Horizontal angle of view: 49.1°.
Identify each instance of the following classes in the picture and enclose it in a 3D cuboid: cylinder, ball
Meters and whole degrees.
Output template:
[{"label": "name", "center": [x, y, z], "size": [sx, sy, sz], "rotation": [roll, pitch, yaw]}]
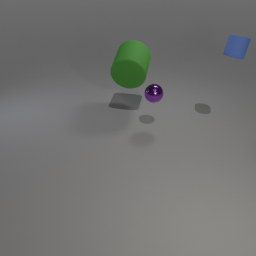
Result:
[{"label": "cylinder", "center": [3.703, -2.765, 9.535], "size": [0.700, 0.700, 0.700], "rotation": [12, 20, -5]}, {"label": "ball", "center": [0.954, -1.272, 10.297], "size": [0.700, 0.700, 0.700], "rotation": [0, 31, 0]}, {"label": "cylinder", "center": [0.127, -2.545, 11.213], "size": [1.400, 1.400, 1.400], "rotation": [6, 48, 10]}]
